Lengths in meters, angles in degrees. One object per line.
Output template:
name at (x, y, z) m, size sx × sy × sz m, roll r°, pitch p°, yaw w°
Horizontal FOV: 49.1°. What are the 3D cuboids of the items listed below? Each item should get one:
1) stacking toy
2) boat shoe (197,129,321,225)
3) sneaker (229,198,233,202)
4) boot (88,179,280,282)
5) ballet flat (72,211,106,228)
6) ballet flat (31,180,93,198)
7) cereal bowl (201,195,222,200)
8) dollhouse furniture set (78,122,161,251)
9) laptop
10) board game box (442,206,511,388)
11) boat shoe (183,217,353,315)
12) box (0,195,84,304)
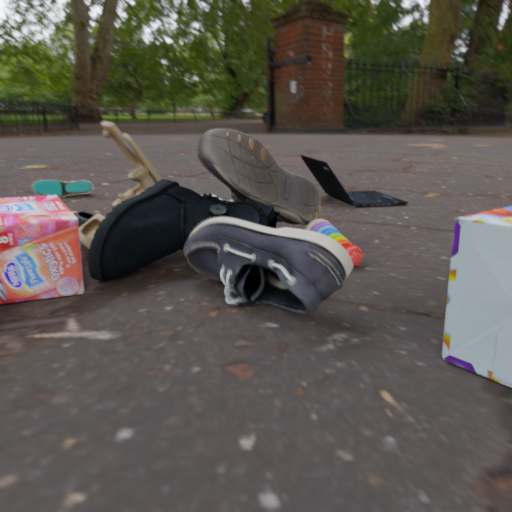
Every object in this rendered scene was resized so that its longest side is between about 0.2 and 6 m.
stacking toy at (1.413, -0.194, 9.945) m, size 0.621 × 0.621 × 1.455 m, roll -6°, pitch 20°, yaw -22°
boat shoe at (-0.041, -1.269, 10.376) m, size 1.082 × 1.100 × 2.952 m, roll -14°, pitch -34°, yaw 44°
sneaker at (-0.164, -0.628, 11.040) m, size 1.082 × 0.890 × 2.352 m, roll 20°, pitch 36°, yaw 20°
boot at (-1.044, -0.293, 9.137) m, size 2.327 × 1.058 × 2.769 m, roll 15°, pitch 35°, yaw 16°
ballet flat at (-3.281, -0.802, 12.002) m, size 2.123 × 0.603 × 0.705 m, roll 7°, pitch 17°, yaw 26°
ballet flat at (-5.677, -1.911, 16.481) m, size 1.716 × 0.579 × 0.535 m, roll -2°, pitch -13°, yaw -19°
cereal bowl at (-1.256, -1.294, 14.131) m, size 1.056 × 0.440 × 1.056 m, roll 0°, pitch 16°, yaw 0°
dollhouse furniture set at (-2.856, -1.270, 10.417) m, size 1.903 × 1.551 × 1.810 m, roll -42°, pitch 29°, yaw -13°
laptop at (2.684, -2.138, 15.665) m, size 2.424 × 1.252 × 2.148 m, roll -4°, pitch 16°, yaw -13°
board game box at (3.689, 0.275, 6.172) m, size 3.109 × 1.631 × 1.602 m, roll -11°, pitch 19°, yaw -36°
boat shoe at (-0.143, 0.178, 7.592) m, size 2.987 × 1.085 × 0.937 m, roll 5°, pitch 51°, yaw 45°
box at (-3.555, -0.199, 8.781) m, size 1.249 × 1.152 × 2.433 m, roll -7°, pitch 17°, yaw -24°
